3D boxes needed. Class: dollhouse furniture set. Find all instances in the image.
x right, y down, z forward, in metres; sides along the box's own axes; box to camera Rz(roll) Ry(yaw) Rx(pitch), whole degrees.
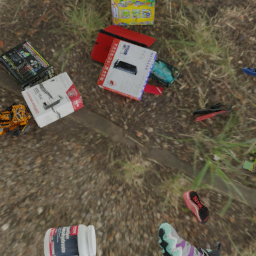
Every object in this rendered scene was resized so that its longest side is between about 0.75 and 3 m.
[{"bbox_3d":[4.908,1.268,11.069,0.411,0.317,0.822,25,66,12],"label":"dollhouse furniture set"}]

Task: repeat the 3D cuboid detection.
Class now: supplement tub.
[{"bbox_3d":[-1.905,3.845,9.356,1.556,1.092,1.092,-7,64,-3],"label":"supplement tub"}]

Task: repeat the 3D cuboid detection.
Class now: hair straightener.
[{"bbox_3d":[3.641,-0.852,12.077,1.889,0.386,0.727,-16,65,-8],"label":"hair straightener"}]

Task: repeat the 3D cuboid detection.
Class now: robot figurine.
[{"bbox_3d":[-5.159,-0.324,11.672,2.197,0.639,1.593,-13,65,-7],"label":"robot figurine"}]

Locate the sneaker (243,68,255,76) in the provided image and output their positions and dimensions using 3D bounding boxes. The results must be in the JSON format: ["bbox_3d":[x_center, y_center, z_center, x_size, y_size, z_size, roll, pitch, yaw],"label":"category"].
[{"bbox_3d":[5.748,-2.669,13.063,0.787,0.276,0.307,24,60,6],"label":"sneaker"}]

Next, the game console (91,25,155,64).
[{"bbox_3d":[-0.207,-3.879,13.661,2.471,1.466,2.129,22,97,10],"label":"game console"}]

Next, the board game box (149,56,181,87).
[{"bbox_3d":[1.534,-2.675,13.074,1.573,0.221,1.064,35,69,16],"label":"board game box"}]

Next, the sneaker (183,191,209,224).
[{"bbox_3d":[2.476,2.868,10.228,0.483,0.568,1.310,-28,89,-29],"label":"sneaker"}]

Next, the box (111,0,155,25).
[{"bbox_3d":[0.229,-6.561,14.369,2.135,1.352,2.217,-2,63,0],"label":"box"}]

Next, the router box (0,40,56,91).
[{"bbox_3d":[-4.666,-2.846,12.896,1.637,0.679,2.184,-38,70,-17],"label":"router box"}]

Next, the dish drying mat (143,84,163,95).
[{"bbox_3d":[1.030,-1.770,12.695,1.066,0.097,0.409,14,66,7],"label":"dish drying mat"}]

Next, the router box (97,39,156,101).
[{"bbox_3d":[-0.036,-2.599,12.460,1.997,0.544,2.226,20,85,9],"label":"router box"}]

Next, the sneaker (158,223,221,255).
[{"bbox_3d":[2.234,4.077,9.161,1.904,1.058,2.722,-23,91,-19],"label":"sneaker"}]

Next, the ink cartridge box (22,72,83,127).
[{"bbox_3d":[-3.205,-1.221,11.982,2.093,0.867,1.536,-29,68,-14],"label":"ink cartridge box"}]
